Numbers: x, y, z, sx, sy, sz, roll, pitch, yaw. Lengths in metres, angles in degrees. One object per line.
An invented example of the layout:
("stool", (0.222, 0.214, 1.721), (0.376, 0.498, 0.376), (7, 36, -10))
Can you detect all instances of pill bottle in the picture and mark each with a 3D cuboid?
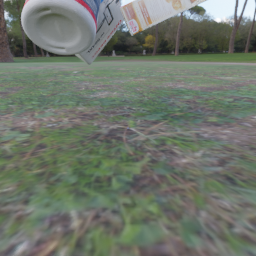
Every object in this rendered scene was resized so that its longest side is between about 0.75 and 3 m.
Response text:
("pill bottle", (-1.247, -2.834, 5.796), (1.397, 2.337, 1.397), (2, -27, 1))

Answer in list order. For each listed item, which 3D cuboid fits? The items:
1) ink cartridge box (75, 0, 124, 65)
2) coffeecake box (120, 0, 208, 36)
("ink cartridge box", (-1.339, -3.512, 8.656), (1.257, 2.177, 2.982), (38, 2, 8))
("coffeecake box", (0.901, -3.391, 7.711), (2.171, 0.793, 1.667), (-23, 20, 7))
